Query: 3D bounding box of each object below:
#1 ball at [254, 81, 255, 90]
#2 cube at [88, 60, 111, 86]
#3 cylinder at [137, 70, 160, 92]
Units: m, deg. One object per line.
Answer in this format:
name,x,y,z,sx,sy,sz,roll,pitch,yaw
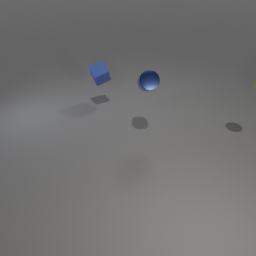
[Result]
ball,4.676,-1.465,9.511,0.700,0.700,0.700,0,32,0
cube,-1.248,-2.423,12.400,0.700,0.700,0.700,-26,68,-6
cylinder,0.710,-1.638,9.838,0.700,0.700,0.700,-3,4,-4
